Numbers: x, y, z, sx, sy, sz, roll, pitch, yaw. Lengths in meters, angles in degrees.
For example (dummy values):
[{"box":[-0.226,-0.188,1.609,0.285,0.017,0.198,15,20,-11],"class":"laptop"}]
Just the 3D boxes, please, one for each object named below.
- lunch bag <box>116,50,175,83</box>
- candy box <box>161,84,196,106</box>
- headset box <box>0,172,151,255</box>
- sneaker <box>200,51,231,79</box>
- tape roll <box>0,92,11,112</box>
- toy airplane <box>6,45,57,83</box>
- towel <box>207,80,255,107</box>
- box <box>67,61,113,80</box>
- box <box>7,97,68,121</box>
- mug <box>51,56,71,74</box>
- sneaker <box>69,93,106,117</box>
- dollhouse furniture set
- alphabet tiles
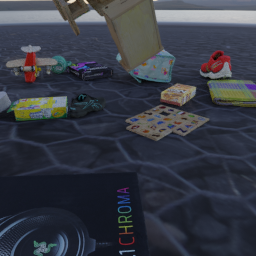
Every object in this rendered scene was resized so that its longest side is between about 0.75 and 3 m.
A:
[{"box":[0.671,-2.835,12.291,2.249,1.371,1.916,1,25,-12],"class":"lunch bag"},{"box":[1.794,-1.195,9.908,0.767,0.368,1.329,16,29,29],"class":"candy box"},{"box":[-1.222,1.648,2.675,2.857,1.325,2.487,-1,25,-2],"class":"headset box"},{"box":[3.891,-2.776,12.212,1.049,1.157,2.724,-1,15,-2],"class":"sneaker"},{"box":[-4.186,-0.703,8.536,1.119,0.370,1.119,-13,28,7],"class":"tape roll"},{"box":[-4.249,-2.795,12.385,1.688,1.191,1.680,35,65,19],"class":"toy airplane"},{"box":[3.937,-1.324,10.301,1.901,0.301,2.646,3,24,8],"class":"towel"},{"box":[-1.830,-2.730,13.213,1.492,0.377,2.086,-15,30,-29],"class":"box"},{"box":[-2.741,-0.601,8.618,1.700,0.411,0.997,-2,25,-9],"class":"box"},{"box":[-3.239,-3.012,13.225,0.939,0.771,0.581,-37,30,8],"class":"mug"},{"box":[-1.224,-0.804,8.833,0.565,0.594,1.498,14,27,32],"class":"sneaker"},{"box":[-0.426,-3.410,8.216,2.574,1.951,2.936,-33,58,-4],"class":"dollhouse furniture set"},{"box":[1.042,-0.169,8.073,1.773,0.080,2.121,21,33,37],"class":"alphabet tiles"}]
